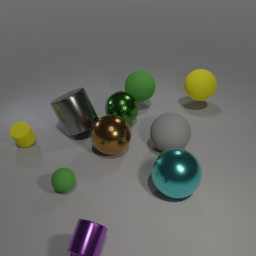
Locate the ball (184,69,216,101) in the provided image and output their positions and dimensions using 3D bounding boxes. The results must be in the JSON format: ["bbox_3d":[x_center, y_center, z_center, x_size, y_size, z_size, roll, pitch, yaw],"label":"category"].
[{"bbox_3d":[3.240,-1.923,12.575,1.400,1.400,1.400,0,30,0],"label":"ball"}]

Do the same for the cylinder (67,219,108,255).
[{"bbox_3d":[-0.877,2.446,6.126,0.700,0.700,0.700,10,62,16],"label":"cylinder"}]

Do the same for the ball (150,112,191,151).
[{"bbox_3d":[1.467,0.155,9.675,1.400,1.400,1.400,0,30,0],"label":"ball"}]

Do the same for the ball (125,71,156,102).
[{"bbox_3d":[0.544,-1.876,12.626,1.400,1.400,1.400,0,30,0],"label":"ball"}]

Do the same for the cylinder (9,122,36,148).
[{"bbox_3d":[-3.796,0.240,10.113,0.700,0.700,0.700,-3,56,4],"label":"cylinder"}]

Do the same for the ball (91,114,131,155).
[{"bbox_3d":[-0.583,0.232,9.671,1.400,1.400,1.400,0,30,0],"label":"ball"}]

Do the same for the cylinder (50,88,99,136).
[{"bbox_3d":[-2.022,-0.631,10.742,1.400,1.400,1.400,-22,19,8],"label":"cylinder"}]

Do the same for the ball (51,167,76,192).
[{"bbox_3d":[-1.870,1.497,8.120,0.700,0.700,0.700,0,30,0],"label":"ball"}]

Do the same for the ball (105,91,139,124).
[{"bbox_3d":[-0.247,-0.802,11.454,1.400,1.400,1.400,0,30,0],"label":"ball"}]

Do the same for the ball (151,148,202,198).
[{"bbox_3d":[1.364,1.266,7.898,1.400,1.400,1.400,0,30,0],"label":"ball"}]
